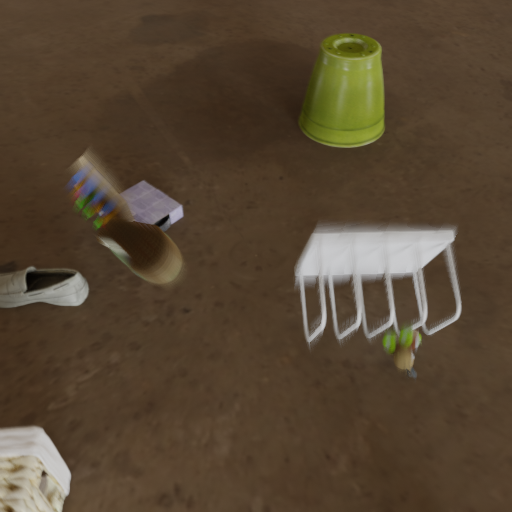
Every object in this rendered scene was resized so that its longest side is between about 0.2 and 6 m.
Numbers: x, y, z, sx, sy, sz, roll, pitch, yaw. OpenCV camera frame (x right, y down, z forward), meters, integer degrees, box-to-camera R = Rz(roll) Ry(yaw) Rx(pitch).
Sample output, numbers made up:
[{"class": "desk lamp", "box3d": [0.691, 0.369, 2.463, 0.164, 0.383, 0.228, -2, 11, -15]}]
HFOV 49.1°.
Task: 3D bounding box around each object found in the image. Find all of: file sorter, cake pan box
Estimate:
[{"class": "file sorter", "box3d": [1.972, 0.562, 9.338, 2.320, 1.610, 1.445, -2, 70, -7]}, {"class": "cake pan box", "box3d": [-2.463, -0.946, 12.031, 1.405, 0.367, 1.294, 32, 55, 28]}]

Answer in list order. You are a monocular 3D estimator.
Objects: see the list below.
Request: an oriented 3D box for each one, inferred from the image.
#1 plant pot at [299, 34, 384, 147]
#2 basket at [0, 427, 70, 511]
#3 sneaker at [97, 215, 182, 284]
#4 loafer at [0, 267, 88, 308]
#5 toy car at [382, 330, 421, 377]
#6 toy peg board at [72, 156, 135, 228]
[{"class": "plant pot", "box3d": [2.248, -4.263, 14.077, 2.246, 2.163, 2.246, 0, 46, 0]}, {"class": "basket", "box3d": [-3.766, 3.235, 6.934, 2.436, 1.651, 1.503, -4, 47, -4]}, {"class": "sneaker", "box3d": [-1.709, 0.023, 9.336, 2.372, 1.065, 0.795, 25, 76, 49]}, {"class": "loafer", "box3d": [-4.182, 0.506, 10.293, 2.122, 0.740, 0.742, -2, 45, -2]}, {"class": "toy car", "box3d": [2.470, 1.629, 9.168, 0.575, 0.598, 0.729, -25, 69, 25]}, {"class": "toy peg board", "box3d": [-3.054, -1.042, 10.861, 0.633, 1.288, 1.294, -42, 79, -13]}]
